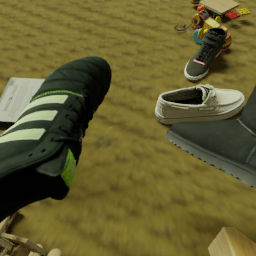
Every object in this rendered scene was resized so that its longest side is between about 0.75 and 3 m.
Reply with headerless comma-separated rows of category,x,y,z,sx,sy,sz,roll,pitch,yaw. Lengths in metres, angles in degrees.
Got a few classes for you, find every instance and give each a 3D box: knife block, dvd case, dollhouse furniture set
knife block,1.981,2.954,4.168,2.361,0.755,2.072,36,39,25
dvd case,-2.437,-0.720,7.933,2.347,0.290,1.764,3,50,3
dollhouse furniture set,-2.119,1.865,5.055,1.662,1.457,1.104,-4,46,33

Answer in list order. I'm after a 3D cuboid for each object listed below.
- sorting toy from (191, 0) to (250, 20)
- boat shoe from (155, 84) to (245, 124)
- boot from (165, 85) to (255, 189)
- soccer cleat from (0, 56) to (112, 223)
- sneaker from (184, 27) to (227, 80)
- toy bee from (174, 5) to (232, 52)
sorting toy,3.713,-4.833,11.301,1.137,0.399,2.358,-32,57,-24
boat shoe,2.010,-0.771,7.606,2.581,0.848,0.929,-6,50,-5
boot,2.015,-0.591,4.296,2.245,0.894,2.723,29,96,43
soccer cleat,-0.864,0.132,3.168,1.129,0.941,2.786,20,52,27
sneaker,2.443,-2.432,8.859,0.729,1.023,2.063,31,62,20
toy bee,2.624,-3.555,9.746,2.154,1.171,1.410,17,52,12
